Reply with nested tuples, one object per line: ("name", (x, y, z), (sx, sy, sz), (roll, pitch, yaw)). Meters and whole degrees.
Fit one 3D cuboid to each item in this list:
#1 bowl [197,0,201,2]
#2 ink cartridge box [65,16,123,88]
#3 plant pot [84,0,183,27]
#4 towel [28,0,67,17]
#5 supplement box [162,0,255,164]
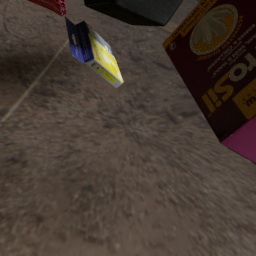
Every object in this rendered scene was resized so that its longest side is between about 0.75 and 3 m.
("bowl", (2.255, -3.750, 6.582), (2.280, 1.193, 2.280), (1, 78, -6))
("ink cartridge box", (-0.664, -1.547, 5.551), (0.290, 1.236, 1.221), (-30, 54, 19))
("plant pot", (0.133, -2.625, 4.745), (1.656, 1.473, 1.660), (7, 13, -36))
("towel", (-2.445, -3.725, 6.501), (1.892, 2.616, 0.294), (24, 77, 0))
("supplement box", (1.556, -0.825, 3.676), (1.133, 1.437, 2.195), (25, 32, -35))
